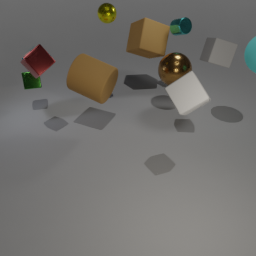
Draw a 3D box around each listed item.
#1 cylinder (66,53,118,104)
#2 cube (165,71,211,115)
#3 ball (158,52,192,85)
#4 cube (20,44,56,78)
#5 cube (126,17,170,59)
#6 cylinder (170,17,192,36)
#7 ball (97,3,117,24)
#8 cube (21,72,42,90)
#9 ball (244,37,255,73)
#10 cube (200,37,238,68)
[{"bbox_3d":[-1.265,-1.775,10.118,1.400,1.400,1.400,25,37,8],"label":"cylinder"},{"bbox_3d":[1.355,-0.758,6.297,0.700,0.700,0.700,-32,-9,18],"label":"cube"},{"bbox_3d":[1.953,-2.430,11.664,1.400,1.400,1.400,0,32,0],"label":"ball"},{"bbox_3d":[-2.826,-2.074,8.773,0.700,0.700,0.700,-48,22,-17],"label":"cube"},{"bbox_3d":[0.921,-4.186,13.234,1.400,1.400,1.400,8,4,-28],"label":"cube"},{"bbox_3d":[2.309,-4.431,12.252,0.700,0.700,0.700,-17,19,-25],"label":"cylinder"},{"bbox_3d":[-0.761,-4.162,10.164,0.700,0.700,0.700,0,32,0],"label":"ball"},{"bbox_3d":[-4.096,-2.033,11.942,0.700,0.700,0.700,-10,11,-16],"label":"cube"},{"bbox_3d":[4.706,-2.516,9.502,1.400,1.400,1.400,0,32,0],"label":"ball"},{"bbox_3d":[2.651,-2.227,8.238,0.700,0.700,0.700,12,17,-12],"label":"cube"}]
